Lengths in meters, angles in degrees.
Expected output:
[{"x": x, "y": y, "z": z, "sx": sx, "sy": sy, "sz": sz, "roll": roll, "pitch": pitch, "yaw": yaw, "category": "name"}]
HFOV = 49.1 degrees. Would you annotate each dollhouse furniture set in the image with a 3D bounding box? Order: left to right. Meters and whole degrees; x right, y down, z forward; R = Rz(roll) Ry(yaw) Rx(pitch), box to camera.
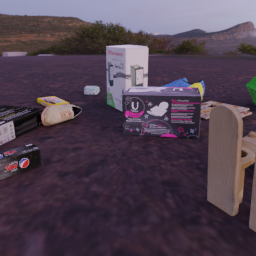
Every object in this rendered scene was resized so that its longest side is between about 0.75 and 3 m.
[{"x": 2.781, "y": 0.119, "z": 4.897, "sx": 2.715, "sy": 2.212, "sz": 2.582, "roll": -19, "pitch": 26, "yaw": -29, "category": "dollhouse furniture set"}]

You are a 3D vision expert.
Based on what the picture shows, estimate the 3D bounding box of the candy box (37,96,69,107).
[{"x": -3.353, "y": -1.145, "z": 12.496, "sx": 0.866, "sy": 0.224, "sz": 1.695, "roll": -10, "pitch": 21, "yaw": -35, "category": "candy box"}]

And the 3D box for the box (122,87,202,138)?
[{"x": 1.102, "y": -0.594, "z": 8.985, "sx": 2.343, "sy": 1.344, "sz": 1.548, "roll": 3, "pitch": 18, "yaw": 10, "category": "box"}]

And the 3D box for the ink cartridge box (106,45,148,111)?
[{"x": -0.080, "y": -2.095, "z": 11.627, "sx": 1.073, "sy": 2.552, "sz": 1.862, "roll": -10, "pitch": 20, "yaw": -27, "category": "ink cartridge box"}]

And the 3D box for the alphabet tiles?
[{"x": 3.422, "y": -0.665, "z": 10.874, "sx": 1.952, "sy": 0.088, "sz": 2.335, "roll": -16, "pitch": 21, "yaw": -29, "category": "alphabet tiles"}]

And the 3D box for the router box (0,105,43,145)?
[{"x": -4.047, "y": -0.144, "z": 8.809, "sx": 1.761, "sy": 0.603, "sz": 2.361, "roll": 6, "pitch": 19, "yaw": 18, "category": "router box"}]

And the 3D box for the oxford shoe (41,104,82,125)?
[{"x": -2.296, "y": -0.530, "z": 9.779, "sx": 0.683, "sy": 0.655, "sz": 1.850, "roll": 0, "pitch": 18, "yaw": 21, "category": "oxford shoe"}]

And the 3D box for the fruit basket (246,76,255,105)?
[{"x": 6.329, "y": -1.266, "z": 11.402, "sx": 2.470, "sy": 1.781, "sz": 2.470, "roll": 42, "pitch": 15, "yaw": -14, "category": "fruit basket"}]

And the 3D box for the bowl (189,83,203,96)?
[{"x": 2.892, "y": -1.378, "z": 12.330, "sx": 1.140, "sy": 1.140, "sz": 0.613, "roll": -14, "pitch": 62, "yaw": -36, "category": "bowl"}]

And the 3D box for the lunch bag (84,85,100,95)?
[{"x": -1.911, "y": -2.018, "z": 14.907, "sx": 0.787, "sy": 0.378, "sz": 0.981, "roll": 0, "pitch": 18, "yaw": 1, "category": "lunch bag"}]

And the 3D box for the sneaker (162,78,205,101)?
[{"x": 2.242, "y": -1.913, "z": 13.489, "sx": 2.814, "sy": 1.103, "sz": 0.927, "roll": 2, "pitch": 20, "yaw": 12, "category": "sneaker"}]

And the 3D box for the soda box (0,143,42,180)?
[{"x": -2.630, "y": 0.778, "z": 6.197, "sx": 0.433, "sy": 0.484, "sz": 1.369, "roll": 20, "pitch": 26, "yaw": 40, "category": "soda box"}]
